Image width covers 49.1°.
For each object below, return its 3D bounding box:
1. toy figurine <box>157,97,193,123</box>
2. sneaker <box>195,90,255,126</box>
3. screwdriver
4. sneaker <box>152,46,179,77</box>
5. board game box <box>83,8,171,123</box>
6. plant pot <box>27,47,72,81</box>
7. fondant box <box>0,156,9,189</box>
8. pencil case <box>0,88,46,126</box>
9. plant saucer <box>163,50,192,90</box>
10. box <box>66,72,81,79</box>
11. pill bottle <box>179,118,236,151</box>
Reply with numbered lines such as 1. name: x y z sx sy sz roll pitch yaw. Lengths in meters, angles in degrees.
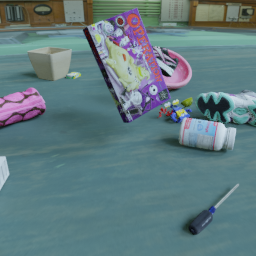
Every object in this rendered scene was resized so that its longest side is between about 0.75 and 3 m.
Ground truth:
1. toy figurine: 2.076 -0.506 10.946 1.615 0.852 0.968 -18 59 -29
2. sneaker: 4.225 -0.962 11.203 2.999 1.166 2.097 15 26 10
3. screwdriver: 1.999 1.701 6.320 0.308 0.295 2.114 45 46 16
4. sneaker: 1.086 -2.758 10.557 1.888 0.815 0.758 39 -5 -1
5. board game box: 0.059 -1.745 7.942 1.676 2.792 0.451 -33 18 -27
6. plant pot: -4.480 -3.728 16.347 1.811 1.603 1.809 14 29 25
7. fondant box: -3.919 1.469 6.475 1.549 0.625 2.147 -1 24 -2
8. pencil case: -4.474 -0.628 10.162 2.989 1.357 1.400 -27 2 -41
9. plant saucer: 1.855 -3.053 14.782 2.960 0.750 2.960 8 52 -10
10. box: -3.218 -3.161 16.772 0.530 0.219 0.904 11 26 20
11. pill bottle: 2.485 0.217 8.809 1.629 0.886 0.886 9 27 19
